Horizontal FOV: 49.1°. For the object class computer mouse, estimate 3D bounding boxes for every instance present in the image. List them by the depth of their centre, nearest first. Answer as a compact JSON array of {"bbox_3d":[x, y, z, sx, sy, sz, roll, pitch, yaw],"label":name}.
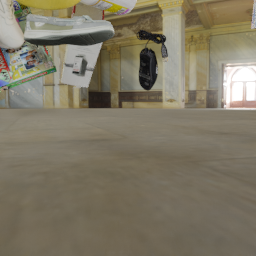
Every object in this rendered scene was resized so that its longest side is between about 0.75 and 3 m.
[{"bbox_3d":[1.146,-2.776,11.746,0.592,2.573,1.807,-19,28,-31],"label":"computer mouse"}]

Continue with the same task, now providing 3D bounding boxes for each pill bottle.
[{"bbox_3d":[-0.767,-4.087,8.179,1.124,1.124,2.157,4,8,40],"label":"pill bottle"}]

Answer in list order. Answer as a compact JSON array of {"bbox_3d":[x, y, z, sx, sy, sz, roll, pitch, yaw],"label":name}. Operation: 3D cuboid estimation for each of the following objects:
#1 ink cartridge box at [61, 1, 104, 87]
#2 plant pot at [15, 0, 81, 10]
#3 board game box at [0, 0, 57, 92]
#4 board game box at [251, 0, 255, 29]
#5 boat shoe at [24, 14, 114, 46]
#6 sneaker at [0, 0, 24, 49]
[{"bbox_3d":[-1.776,-3.226,10.835,1.148,2.033,2.770,8,-31,-16],"label":"ink cartridge box"},{"bbox_3d":[-1.575,-3.344,5.214,1.632,1.632,1.535,-1,-35,-14],"label":"plant pot"},{"bbox_3d":[-3.291,-2.452,7.878,1.695,2.519,0.367,-24,-7,-13],"label":"board game box"},{"bbox_3d":[3.981,-3.285,6.980,1.540,1.536,0.317,3,13,8],"label":"board game box"},{"bbox_3d":[-1.165,-1.955,5.434,1.839,0.590,0.678,2,1,16],"label":"boat shoe"},{"bbox_3d":[-3.015,-3.004,6.291,1.400,1.098,2.818,-18,-35,7],"label":"sneaker"}]
